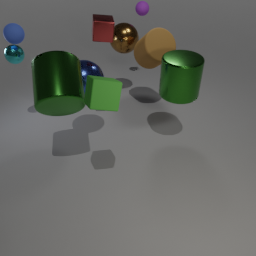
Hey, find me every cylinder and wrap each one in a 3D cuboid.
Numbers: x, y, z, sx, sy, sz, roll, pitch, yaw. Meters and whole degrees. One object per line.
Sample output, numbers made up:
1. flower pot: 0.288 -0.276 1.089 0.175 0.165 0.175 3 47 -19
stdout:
1. cylinder: -1.979 -1.227 7.980 1.400 1.400 1.400 -7 72 -11
2. cylinder: 1.115 -3.361 11.962 1.400 1.400 1.400 -11 3 -18
3. cylinder: 1.806 -1.758 9.593 1.400 1.400 1.400 0 38 0

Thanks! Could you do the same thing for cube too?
1. cube: -0.612 -0.834 6.692 0.700 0.700 0.700 3 16 -21
2. cube: -0.861 -3.399 9.552 0.700 0.700 0.700 0 40 -10

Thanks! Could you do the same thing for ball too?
1. ball: 0.725 -6.064 14.207 0.700 0.700 0.700 0 31 0
2. ball: -1.510 -1.650 9.728 1.400 1.400 1.400 0 31 0
3. ball: -4.157 -2.696 10.259 0.700 0.700 0.700 0 31 0
4. ball: -0.187 -4.223 13.192 1.400 1.400 1.400 0 31 0
5. ball: -3.966 -3.279 9.744 0.700 0.700 0.700 0 31 0
